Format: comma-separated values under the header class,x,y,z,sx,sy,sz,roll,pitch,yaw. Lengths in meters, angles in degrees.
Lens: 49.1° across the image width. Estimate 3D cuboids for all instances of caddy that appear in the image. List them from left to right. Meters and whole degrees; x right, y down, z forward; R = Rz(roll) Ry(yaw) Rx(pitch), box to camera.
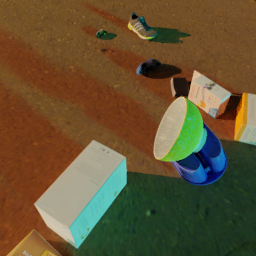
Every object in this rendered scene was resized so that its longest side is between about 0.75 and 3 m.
class,x,y,z,sx,sy,sz,roll,pitch,yaw
caddy,2.238,0.780,9.504,1.677,1.245,2.372,-32,51,1

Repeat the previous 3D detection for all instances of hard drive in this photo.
class,x,y,z,sx,sy,sz,roll,pitch,yaw
hard drive,2.293,-1.813,12.322,0.769,0.241,1.140,0,50,0

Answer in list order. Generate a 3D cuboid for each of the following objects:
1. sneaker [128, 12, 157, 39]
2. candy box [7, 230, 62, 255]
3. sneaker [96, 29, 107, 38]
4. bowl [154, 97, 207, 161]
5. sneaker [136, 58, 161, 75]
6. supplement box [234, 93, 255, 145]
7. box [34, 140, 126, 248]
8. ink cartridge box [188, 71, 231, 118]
class,x,y,z,sx,sy,sz,roll,pitch,yaw
sneaker,0.754,-5.460,15.013,0.778,0.852,2.106,-35,58,-26
candy box,-2.812,4.191,6.857,1.643,0.787,2.847,31,57,25
sneaker,-1.418,-5.071,15.067,0.349,0.271,0.776,18,50,19
bowl,1.708,0.185,8.515,1.092,2.029,2.029,22,50,-10
sneaker,0.979,-2.836,13.039,0.528,0.475,1.355,29,54,32
supplement box,5.530,-0.143,10.384,2.783,1.023,1.754,14,51,11
box,-1.244,1.902,8.288,1.241,1.584,2.546,27,55,21
ink cartridge box,3.127,-1.395,11.418,0.632,1.073,1.864,-32,57,-24
